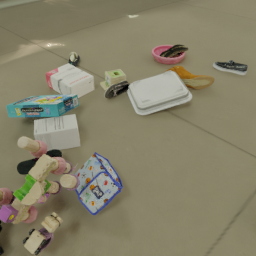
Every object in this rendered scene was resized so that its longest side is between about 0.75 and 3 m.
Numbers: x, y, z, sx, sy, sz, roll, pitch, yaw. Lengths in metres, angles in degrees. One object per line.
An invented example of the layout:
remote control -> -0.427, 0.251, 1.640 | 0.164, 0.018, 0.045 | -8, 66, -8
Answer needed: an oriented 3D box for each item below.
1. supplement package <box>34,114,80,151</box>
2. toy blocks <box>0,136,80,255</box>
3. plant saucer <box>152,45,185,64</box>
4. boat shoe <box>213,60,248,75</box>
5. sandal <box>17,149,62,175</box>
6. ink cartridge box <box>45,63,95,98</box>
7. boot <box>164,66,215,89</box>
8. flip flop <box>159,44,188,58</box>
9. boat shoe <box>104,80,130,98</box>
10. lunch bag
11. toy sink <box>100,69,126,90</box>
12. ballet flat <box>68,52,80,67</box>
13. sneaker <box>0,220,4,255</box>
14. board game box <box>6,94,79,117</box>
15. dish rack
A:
supplement package -> -2.614, 0.197, 10.394 | 1.528, 0.927, 0.915 | -9, 39, -11
toy blocks -> -2.340, 1.841, 7.944 | 2.390, 2.012, 2.234 | 33, 82, 19
plant saucer -> 2.305, -4.199, 16.116 | 1.899, 0.481, 1.899 | 1, 39, -1
boat shoe -> 5.473, -3.352, 14.983 | 1.769, 0.600, 0.635 | 23, 44, 25
sandal -> -2.905, 1.151, 9.285 | 1.516, 0.363, 0.570 | -22, 83, -15
ink cartridge box -> -2.770, -2.231, 13.445 | 1.957, 0.810, 1.434 | 31, 49, 32
boot -> 2.992, -2.604, 13.890 | 2.200, 0.774, 1.575 | -9, 46, -2
flip flop -> 2.605, -4.238, 15.968 | 1.766, 0.508, 0.716 | -29, 50, -10
boat shoe -> -0.455, -1.815, 13.171 | 0.453, 0.532, 1.591 | 25, 44, 30
lunch bag -> -0.914, 1.656, 8.329 | 1.230, 0.896, 1.447 | -45, 49, 8
toy sink -> -0.756, -2.408, 13.800 | 1.145, 0.642, 0.746 | -16, 42, -18
ballet flat -> -3.029, -3.890, 15.652 | 0.626, 0.626, 1.713 | -1, 39, -1
sneaker -> -4.136, 2.437, 7.718 | 1.111, 1.000, 2.852 | -14, 48, -21
board game box -> -3.396, -0.918, 11.335 | 2.259, 0.530, 1.705 | 0, 18, 17
dish rack -> 1.342, -1.717, 12.611 | 2.595, 0.565, 2.227 | -18, 45, -3
